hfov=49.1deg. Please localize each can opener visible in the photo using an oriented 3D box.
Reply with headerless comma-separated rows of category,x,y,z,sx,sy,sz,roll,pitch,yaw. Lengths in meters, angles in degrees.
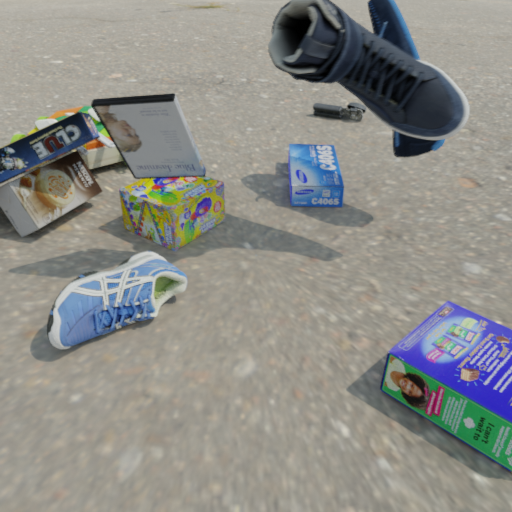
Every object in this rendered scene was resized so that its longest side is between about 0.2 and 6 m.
can opener,2.498,-4.361,16.747,1.574,0.420,0.526,16,55,23

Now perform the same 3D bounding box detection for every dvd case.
dvd case,-1.617,-1.801,8.744,1.280,1.795,0.157,-1,61,11

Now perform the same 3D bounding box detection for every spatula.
spatula,-4.031,-2.999,13.499,1.865,0.215,2.682,-19,41,-32

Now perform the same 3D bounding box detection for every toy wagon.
toy wagon,-4.339,-3.288,14.777,3.118,0.795,4.019,4,33,5

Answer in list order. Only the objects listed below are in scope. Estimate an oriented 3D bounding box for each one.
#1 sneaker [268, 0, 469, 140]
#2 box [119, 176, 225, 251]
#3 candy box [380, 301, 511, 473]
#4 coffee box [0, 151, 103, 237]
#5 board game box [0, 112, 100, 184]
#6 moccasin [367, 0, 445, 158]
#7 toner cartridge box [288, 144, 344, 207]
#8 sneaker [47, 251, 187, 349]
sneaker,1.640,-2.816,8.570,3.221,1.225,2.328,39,27,16
box,-1.627,-0.988,11.087,1.434,0.908,1.489,23,39,30
candy box,2.902,1.580,7.208,1.957,0.754,1.655,27,40,37
coffee box,-4.152,-1.283,11.266,0.721,1.034,1.809,-17,20,38
board game box,-4.833,-1.885,11.165,3.412,0.590,2.311,-27,18,-5
moccasin,2.572,-3.455,10.645,1.121,3.287,1.322,-20,-17,20
toner cartridge box,1.327,-1.893,12.851,1.137,0.517,2.394,0,33,1
sneaker,-2.065,0.646,8.523,0.924,0.908,2.398,19,38,33
